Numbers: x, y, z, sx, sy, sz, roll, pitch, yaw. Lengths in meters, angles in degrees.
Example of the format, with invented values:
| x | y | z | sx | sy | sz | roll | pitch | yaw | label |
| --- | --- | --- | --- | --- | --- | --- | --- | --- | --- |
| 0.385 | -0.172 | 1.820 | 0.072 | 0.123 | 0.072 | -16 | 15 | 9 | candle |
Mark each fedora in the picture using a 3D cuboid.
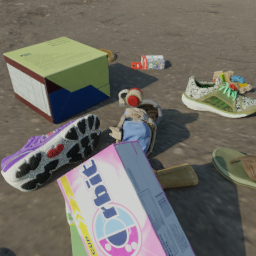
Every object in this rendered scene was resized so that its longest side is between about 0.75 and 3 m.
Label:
| x | y | z | sx | sy | sz | roll | pitch | yaw | label |
| --- | --- | --- | --- | --- | --- | --- | --- | --- | --- |
| 0.572 | -0.355 | 8.586 | 1.074 | 0.485 | 0.950 | -5 | 73 | 21 | fedora |

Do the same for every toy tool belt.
| x | y | z | sx | sy | sz | roll | pitch | yaw | label |
| --- | --- | --- | --- | --- | --- | --- | --- | --- | --- |
| 0.123 | 0.043 | 7.072 | 1.144 | 1.832 | 1.126 | 5 | 35 | 12 | toy tool belt |

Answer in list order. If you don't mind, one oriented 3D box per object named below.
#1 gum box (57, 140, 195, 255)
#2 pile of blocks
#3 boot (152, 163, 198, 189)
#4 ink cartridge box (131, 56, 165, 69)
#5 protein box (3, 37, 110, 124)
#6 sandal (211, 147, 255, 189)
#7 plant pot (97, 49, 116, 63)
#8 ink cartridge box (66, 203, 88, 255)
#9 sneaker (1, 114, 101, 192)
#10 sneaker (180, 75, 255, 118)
| x | y | z | sx | sy | sz | roll | pitch | yaw | label |
| --- | --- | --- | --- | --- | --- | --- | --- | --- | --- |
| -0.008 | 1.538 | 4.384 | 0.777 | 1.333 | 2.349 | -5 | 66 | -58 | gum box |
| 3.860 | -1.743 | 10.534 | 1.529 | 0.628 | 0.475 | 26 | 44 | 31 | pile of blocks |
| 0.914 | 1.065 | 6.888 | 1.260 | 0.417 | 1.103 | -11 | 50 | -13 | boot |
| 0.868 | -2.890 | 12.326 | 1.418 | 0.357 | 0.772 | -1 | 36 | -3 | ink cartridge box |
| -2.368 | -1.766 | 9.640 | 2.500 | 1.686 | 2.481 | 30 | 45 | 34 | protein box |
| 3.201 | 1.048 | 6.615 | 2.496 | 0.712 | 0.991 | 29 | 45 | 33 | sandal |
| -1.346 | -3.395 | 13.160 | 1.577 | 0.217 | 1.577 | -1 | 36 | 0 | plant pot |
| -0.488 | 1.755 | 5.840 | 1.549 | 0.511 | 2.129 | -9 | 35 | -11 | ink cartridge box |
| -1.924 | 0.377 | 7.247 | 2.868 | 1.156 | 1.196 | -31 | 40 | -35 | sneaker |
| 3.068 | -1.106 | 9.193 | 2.618 | 1.160 | 1.007 | 9 | 37 | 13 | sneaker |
